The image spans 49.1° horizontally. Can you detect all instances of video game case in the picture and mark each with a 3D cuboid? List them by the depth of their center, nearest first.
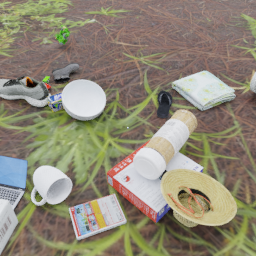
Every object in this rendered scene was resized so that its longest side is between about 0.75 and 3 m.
[{"bbox_3d":[-0.894,2.538,8.125,1.436,0.125,1.027,-14,43,-16],"label":"video game case"}]

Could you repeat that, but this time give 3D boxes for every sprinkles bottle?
[{"bbox_3d":[1.282,0.445,9.052,0.947,0.947,2.776,24,45,25],"label":"sprinkles bottle"}]

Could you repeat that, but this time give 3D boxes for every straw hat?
[{"bbox_3d":[1.773,2.188,7.835,2.286,0.968,2.286,12,26,-6],"label":"straw hat"}]

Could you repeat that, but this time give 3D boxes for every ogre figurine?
[{"bbox_3d":[-3.821,-5.436,16.518,0.731,0.893,1.490,9,34,-51],"label":"ogre figurine"}]

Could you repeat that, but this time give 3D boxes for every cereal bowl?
[{"bbox_3d":[-1.852,-1.065,11.641,1.817,0.757,1.817,7,59,-12],"label":"cereal bowl"}]

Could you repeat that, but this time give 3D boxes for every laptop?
[{"bbox_3d":[-3.963,1.710,8.512,1.433,0.887,1.530,8,41,10],"label":"laptop"}]

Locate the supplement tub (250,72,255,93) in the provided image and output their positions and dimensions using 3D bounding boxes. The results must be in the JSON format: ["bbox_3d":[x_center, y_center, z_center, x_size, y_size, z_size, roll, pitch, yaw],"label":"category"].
[{"bbox_3d":[6.675,-1.743,11.889,1.715,1.715,2.365,-29,49,-30],"label":"supplement tub"}]

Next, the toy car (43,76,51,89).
[{"bbox_3d":[-4.048,-2.162,13.531,1.049,0.234,0.987,9,41,10],"label":"toy car"}]

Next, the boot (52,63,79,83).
[{"bbox_3d":[-3.026,-2.696,14.030,1.462,0.510,0.962,-23,48,-9],"label":"boot"}]

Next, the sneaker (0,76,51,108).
[{"bbox_3d":[-4.761,-1.855,12.465,2.952,1.170,1.091,13,44,16],"label":"sneaker"}]

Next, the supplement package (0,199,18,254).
[{"bbox_3d":[-4.115,2.501,7.445,1.823,1.069,1.066,7,41,8],"label":"supplement package"}]

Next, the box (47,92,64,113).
[{"bbox_3d":[-2.647,-1.273,12.262,1.635,0.526,0.573,-22,46,-25],"label":"box"}]

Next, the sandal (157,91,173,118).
[{"bbox_3d":[1.613,-1.118,12.189,0.682,0.384,1.794,4,41,4],"label":"sandal"}]

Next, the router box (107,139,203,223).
[{"bbox_3d":[0.869,1.512,8.975,2.085,0.567,2.323,32,50,32],"label":"router box"}]

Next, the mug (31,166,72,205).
[{"bbox_3d":[-2.476,1.778,8.541,1.074,0.905,1.225,29,79,38],"label":"mug"}]

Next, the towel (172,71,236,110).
[{"bbox_3d":[3.456,-1.780,12.837,1.973,0.555,2.305,-19,44,-22],"label":"towel"}]
